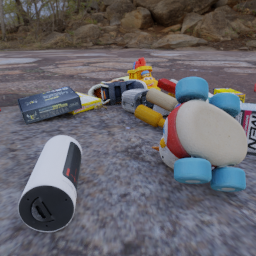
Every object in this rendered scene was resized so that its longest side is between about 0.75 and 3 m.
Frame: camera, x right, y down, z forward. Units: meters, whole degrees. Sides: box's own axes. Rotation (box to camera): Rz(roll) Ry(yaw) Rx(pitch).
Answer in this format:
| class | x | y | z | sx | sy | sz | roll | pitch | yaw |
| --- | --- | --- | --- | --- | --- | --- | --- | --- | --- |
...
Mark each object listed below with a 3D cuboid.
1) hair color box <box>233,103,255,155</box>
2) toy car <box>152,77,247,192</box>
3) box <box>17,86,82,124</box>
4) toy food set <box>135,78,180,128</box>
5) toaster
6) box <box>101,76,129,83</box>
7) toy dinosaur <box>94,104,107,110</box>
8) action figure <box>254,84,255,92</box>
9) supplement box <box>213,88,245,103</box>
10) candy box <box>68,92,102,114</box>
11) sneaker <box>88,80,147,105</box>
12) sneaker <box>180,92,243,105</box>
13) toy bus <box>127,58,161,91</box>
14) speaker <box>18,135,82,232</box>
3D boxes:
| class | x | y | z | sx | sy | sz | roll | pitch | yaw |
| --- | --- | --- | --- | --- | --- | --- | --- | --- | --- |
| hair color box | 3.764 | 0.088 | 7.004 | 2.379 | 1.177 | 0.721 | 6 | 20 | 16 |
| toy car | 1.161 | 0.335 | 5.904 | 1.833 | 1.911 | 2.073 | 17 | -24 | -30 |
| box | -2.882 | -0.890 | 10.226 | 2.049 | 0.523 | 1.615 | -19 | 29 | -18 |
| toy food set | 1.544 | -0.888 | 9.782 | 1.255 | 1.332 | 2.790 | 30 | 27 | 23 |
| toaster | 0.489 | -1.078 | 10.839 | 1.545 | 0.878 | 0.998 | -19 | 25 | -39 |
| box | -0.205 | -2.208 | 14.422 | 0.980 | 0.652 | 2.603 | 12 | 22 | 32 |
| toy dinosaur | -1.137 | -0.848 | 10.896 | 0.387 | 0.223 | 0.766 | -9 | -10 | 34 |
| action figure | 7.471 | -2.120 | 13.484 | 0.796 | 1.207 | 2.439 | -17 | 28 | -39 |
| supplement box | 4.000 | -1.139 | 11.249 | 0.703 | 0.708 | 1.292 | -3 | 20 | -10 |
| candy box | -2.494 | -1.160 | 11.784 | 1.409 | 0.364 | 2.757 | -24 | 30 | -37 |
| sneaker | -0.492 | -1.466 | 11.814 | 2.520 | 0.988 | 1.001 | -4 | 11 | 23 |
| sneaker | 2.951 | -0.716 | 10.177 | 1.169 | 0.880 | 2.500 | -31 | 34 | -21 |
| toy bus | 0.690 | -2.418 | 13.169 | 1.237 | 1.750 | 1.823 | -7 | 12 | -19 |
| speaker | -1.333 | 0.896 | 5.177 | 0.867 | 0.867 | 2.135 | -2 | 19 | -5 |
